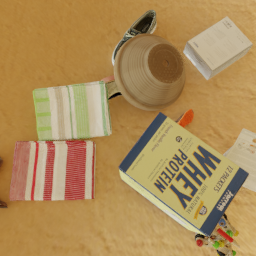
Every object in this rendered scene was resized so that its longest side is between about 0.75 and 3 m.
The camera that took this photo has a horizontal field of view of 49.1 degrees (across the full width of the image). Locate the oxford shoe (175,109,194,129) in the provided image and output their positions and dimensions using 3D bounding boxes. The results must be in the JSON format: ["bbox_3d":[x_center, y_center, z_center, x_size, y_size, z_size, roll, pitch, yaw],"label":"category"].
[{"bbox_3d":[1.932,-0.267,10.142,1.286,0.469,0.459,-43,114,-30],"label":"oxford shoe"}]

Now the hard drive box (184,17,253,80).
[{"bbox_3d":[3.435,-3.073,10.789,1.990,0.764,1.551,-33,76,-9],"label":"hard drive box"}]

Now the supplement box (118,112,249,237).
[{"bbox_3d":[1.407,1.464,8.370,2.848,2.845,1.912,36,77,10],"label":"supplement box"}]

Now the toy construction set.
[{"bbox_3d":[2.971,3.390,8.530,1.293,1.683,1.403,38,85,5],"label":"toy construction set"}]

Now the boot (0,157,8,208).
[{"bbox_3d":[-4.540,1.749,9.544,1.603,0.553,1.720,17,70,3],"label":"boot"}]

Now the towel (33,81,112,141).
[{"bbox_3d":[-1.982,-0.576,9.956,2.654,0.407,1.980,-6,90,1],"label":"towel"}]

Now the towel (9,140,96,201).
[{"bbox_3d":[-2.575,1.447,9.709,2.862,0.326,2.062,0,74,0],"label":"towel"}]

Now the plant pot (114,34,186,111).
[{"bbox_3d":[0.993,-2.062,9.723,2.785,1.286,2.785,2,84,-21],"label":"plant pot"}]

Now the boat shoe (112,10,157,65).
[{"bbox_3d":[0.217,-3.500,10.803,0.975,0.959,2.704,28,75,10],"label":"boat shoe"}]

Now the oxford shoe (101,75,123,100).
[{"bbox_3d":[0.212,-1.585,10.376,2.394,0.847,0.884,-13,77,7],"label":"oxford shoe"}]

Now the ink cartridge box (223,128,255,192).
[{"bbox_3d":[3.966,1.026,9.211,1.484,0.438,1.854,24,112,4],"label":"ink cartridge box"}]
